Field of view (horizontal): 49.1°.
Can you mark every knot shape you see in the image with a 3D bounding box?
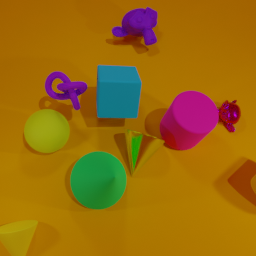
[{"bbox_3d":[-1.629,-1.057,7.745,1.237,1.158,0.572,42,58,-26],"label":"knot shape"}]

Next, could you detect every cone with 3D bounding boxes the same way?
[{"bbox_3d":[0.301,0.804,8.057,1.269,1.269,1.274,16,88,9],"label":"cone"},{"bbox_3d":[-0.532,1.232,6.821,1.543,1.549,1.543,4,76,-18],"label":"cone"},{"bbox_3d":[-2.694,2.922,6.895,1.012,1.012,1.015,-7,87,-4],"label":"cone"}]

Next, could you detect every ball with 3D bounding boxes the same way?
[{"bbox_3d":[-2.325,0.089,8.079,1.261,1.261,1.261,0,60,0],"label":"ball"}]

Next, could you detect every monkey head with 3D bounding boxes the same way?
[{"bbox_3d":[0.476,-3.635,10.216,1.965,1.184,1.413,-23,100,-20],"label":"monkey head"},{"bbox_3d":[3.120,-0.439,8.871,0.693,0.828,1.151,24,66,-29],"label":"monkey head"}]

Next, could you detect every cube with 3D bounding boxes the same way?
[{"bbox_3d":[-0.312,-1.059,8.108,1.152,1.152,1.152,1,33,-9],"label":"cube"}]

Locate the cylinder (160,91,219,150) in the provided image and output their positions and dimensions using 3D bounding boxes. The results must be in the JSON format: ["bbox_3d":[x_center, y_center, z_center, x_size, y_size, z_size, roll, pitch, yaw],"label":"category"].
[{"bbox_3d":[1.714,-0.189,8.093,1.322,1.322,1.322,4,65,-9],"label":"cylinder"}]

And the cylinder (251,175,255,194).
[{"bbox_3d":[3.932,1.364,7.232,1.035,1.035,1.035,-36,66,-20],"label":"cylinder"}]
